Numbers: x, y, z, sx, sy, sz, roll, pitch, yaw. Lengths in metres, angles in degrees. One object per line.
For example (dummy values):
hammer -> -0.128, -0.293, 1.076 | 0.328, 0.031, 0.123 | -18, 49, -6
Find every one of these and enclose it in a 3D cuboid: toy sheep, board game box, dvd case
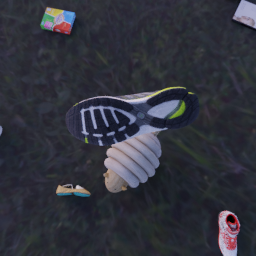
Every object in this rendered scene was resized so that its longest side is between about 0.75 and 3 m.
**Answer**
toy sheep -> 0.178, 0.796, 7.778 | 1.587, 1.587, 2.303 | 33, 76, 9
board game box -> -2.440, -3.753, 9.799 | 1.017, 0.205, 0.779 | 12, 74, 3
dvd case -> 4.446, -3.915, 9.892 | 1.344, 0.118, 0.959 | 26, 75, 7

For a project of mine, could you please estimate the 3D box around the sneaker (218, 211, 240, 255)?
sneaker -> 2.752, 2.933, 7.573 | 0.443, 0.711, 1.327 | -2, 74, -1

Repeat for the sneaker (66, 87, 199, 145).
sneaker -> 0.060, -0.278, 6.245 | 2.841, 1.150, 1.050 | -6, 97, -4

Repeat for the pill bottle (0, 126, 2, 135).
pill bottle -> -4.354, 0.008, 8.544 | 0.886, 0.492, 0.492 | 15, 74, 5

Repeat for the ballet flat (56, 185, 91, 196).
ballet flat -> -1.574, 1.796, 8.117 | 0.994, 0.341, 0.313 | 2, 63, 0
